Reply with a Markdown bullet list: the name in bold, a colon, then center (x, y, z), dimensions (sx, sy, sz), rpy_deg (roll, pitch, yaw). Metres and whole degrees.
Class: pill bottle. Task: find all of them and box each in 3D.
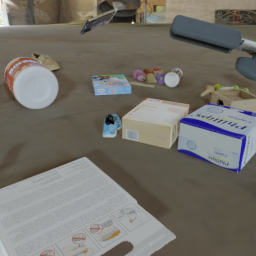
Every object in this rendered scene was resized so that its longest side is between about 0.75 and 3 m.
- **pill bottle**: center (2.097, -2.318, 12.725), dimensions (0.673, 0.673, 1.157), rpy_deg (10, 27, 20)
- **pill bottle**: center (-3.788, -1.830, 10.640), dimensions (1.540, 1.540, 2.745), rpy_deg (-14, 29, -28)

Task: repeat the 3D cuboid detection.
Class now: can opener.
- **can opener**: center (2.274, -1.885, 6.515), dimensions (2.735, 0.909, 0.720), rpy_deg (20, -2, 1)

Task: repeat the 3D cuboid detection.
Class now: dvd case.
- **dvd case**: center (-0.924, -3.396, 8.938), dimensions (1.174, 0.094, 0.873), rpy_deg (-34, 6, -27)

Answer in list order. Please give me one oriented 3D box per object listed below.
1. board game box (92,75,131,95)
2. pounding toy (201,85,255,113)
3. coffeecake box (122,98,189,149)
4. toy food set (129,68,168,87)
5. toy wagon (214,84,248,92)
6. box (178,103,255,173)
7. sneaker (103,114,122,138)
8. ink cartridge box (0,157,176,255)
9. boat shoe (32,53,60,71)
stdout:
- **board game box**: center (-0.760, -1.902, 12.186), dimensions (1.496, 0.362, 1.978), rpy_deg (-4, 26, -10)
- **pounding toy**: center (3.109, -0.803, 9.267), dimensions (1.588, 0.827, 1.807), rpy_deg (-7, 26, -14)
- **coffeecake box**: center (0.851, -0.216, 8.182), dimensions (1.410, 0.671, 1.836), rpy_deg (11, 27, 23)
- **toy food set**: center (1.208, -2.631, 13.653), dimensions (1.794, 0.444, 2.822), rpy_deg (12, 28, 25)
- **toy wagon**: center (4.140, -1.497, 11.429), dimensions (1.089, 0.278, 1.403), rpy_deg (-16, 28, -31)
- **box**: center (2.394, 0.139, 7.136), dimensions (1.601, 0.913, 1.741), rpy_deg (19, 31, 36)
- **sneaker**: center (-0.445, -0.180, 8.264), dimensions (0.474, 0.544, 1.210), rpy_deg (2, 25, 5)
- **ink cartridge box**: center (-0.901, 1.582, 4.512), dimensions (2.105, 0.655, 2.616), rpy_deg (-19, 35, -35)
- **boat shoe**: center (-4.656, -3.670, 15.471), dimensions (2.468, 0.796, 0.880), rpy_deg (21, 32, 38)
